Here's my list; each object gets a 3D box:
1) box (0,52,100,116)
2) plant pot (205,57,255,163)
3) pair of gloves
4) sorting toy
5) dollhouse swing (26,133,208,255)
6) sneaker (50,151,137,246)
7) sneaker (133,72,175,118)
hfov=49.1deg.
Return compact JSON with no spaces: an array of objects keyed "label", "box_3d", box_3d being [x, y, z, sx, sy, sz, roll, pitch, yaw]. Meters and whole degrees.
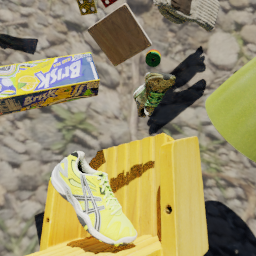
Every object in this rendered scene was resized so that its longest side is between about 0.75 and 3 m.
[{"label":"box","box_3d":[-1.427,-0.768,4.825,1.790,0.575,0.627,-13,70,-15]},{"label":"plant pot","box_3d":[2.433,-0.598,4.221,1.730,1.849,1.730,19,39,-16]},{"label":"pair of gloves","box_3d":[1.339,-3.543,6.189,2.106,0.434,2.477,-1,100,-38]},{"label":"sorting toy","box_3d":[-0.121,-1.279,3.730,0.626,1.299,0.220,-24,33,27]},{"label":"dollhouse swing","box_3d":[-0.680,1.136,4.312,2.834,2.492,2.576,-18,60,36]},{"label":"sneaker","box_3d":[-0.443,0.964,3.887,1.545,0.582,0.590,41,107,14]},{"label":"sneaker","box_3d":[0.515,-0.599,5.548,0.589,1.533,0.679,5,74,-13]}]
